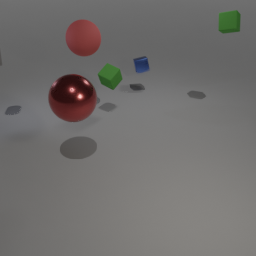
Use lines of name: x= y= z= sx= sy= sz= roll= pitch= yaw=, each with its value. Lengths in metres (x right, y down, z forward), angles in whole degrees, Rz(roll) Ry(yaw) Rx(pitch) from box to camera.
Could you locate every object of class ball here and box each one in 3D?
ball: x=-1.768 y=-3.562 z=11.124 sx=1.400 sy=1.400 sz=1.400 roll=0 pitch=29 yaw=0
ball: x=-1.604 y=-0.865 z=8.171 sx=1.400 sy=1.400 sz=1.400 roll=0 pitch=29 yaw=0

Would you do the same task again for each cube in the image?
cube: x=-0.753 y=-2.186 z=11.924 sx=0.700 sy=0.700 sz=0.700 roll=29 pitch=70 yaw=23
cube: x=4.095 y=-4.260 z=11.289 sx=0.700 sy=0.700 sz=0.700 roll=4 pitch=9 yaw=32
cube: x=0.697 y=-3.297 z=14.646 sx=0.700 sy=0.700 sz=0.700 roll=-13 pitch=23 yaw=0

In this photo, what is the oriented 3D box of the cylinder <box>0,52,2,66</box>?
cylinder: x=-5.177 y=-2.697 z=10.583 sx=0.700 sy=0.700 sz=0.700 roll=-1 pitch=16 yaw=0
